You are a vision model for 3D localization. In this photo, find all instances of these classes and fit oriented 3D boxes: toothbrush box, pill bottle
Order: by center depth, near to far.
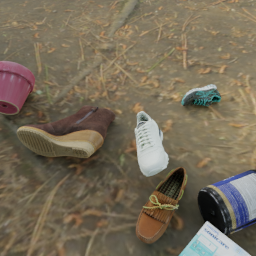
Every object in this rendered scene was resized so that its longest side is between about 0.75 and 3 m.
[{"bbox_3d":[1.721,3.090,6.148,1.589,0.678,1.163,-36,57,-29],"label":"toothbrush box"},{"bbox_3d":[2.964,1.749,7.004,2.164,1.211,1.211,-16,50,-15],"label":"pill bottle"}]

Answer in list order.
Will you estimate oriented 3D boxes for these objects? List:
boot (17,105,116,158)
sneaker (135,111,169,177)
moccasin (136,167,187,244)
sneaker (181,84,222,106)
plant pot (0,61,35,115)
[{"bbox_3d":[-1.901,-0.025,9.016,2.618,0.947,2.178,12,38,11],"label":"boot"},{"bbox_3d":[0.521,0.403,7.682,0.857,0.903,2.244,-23,29,10],"label":"sneaker"},{"bbox_3d":[0.921,1.893,7.105,0.809,0.853,2.211,30,55,25],"label":"moccasin"},{"bbox_3d":[2.663,-1.054,9.978,1.572,0.610,0.717,-20,55,-16],"label":"sneaker"},{"bbox_3d":[-4.112,-1.284,9.672,1.542,1.542,1.380,3,64,2],"label":"plant pot"}]
